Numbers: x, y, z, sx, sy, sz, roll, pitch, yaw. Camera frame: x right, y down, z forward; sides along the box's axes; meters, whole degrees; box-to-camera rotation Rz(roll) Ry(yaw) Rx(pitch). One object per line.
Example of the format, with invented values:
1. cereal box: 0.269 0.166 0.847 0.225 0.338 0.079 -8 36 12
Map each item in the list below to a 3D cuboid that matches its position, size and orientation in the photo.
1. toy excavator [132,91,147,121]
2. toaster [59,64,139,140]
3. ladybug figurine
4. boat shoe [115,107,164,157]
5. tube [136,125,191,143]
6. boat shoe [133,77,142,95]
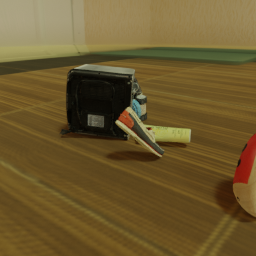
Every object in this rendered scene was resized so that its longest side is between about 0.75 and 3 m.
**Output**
1. toy excavator: -0.379 -0.692 9.541 1.658 0.828 1.612 -23 37 -32
2. toaster: -0.812 -0.773 8.153 2.137 1.932 1.268 6 21 7
3. ladybug figurine: 2.346 0.681 4.925 0.616 1.162 1.712 14 69 44
4. boat shoe: 0.381 0.138 6.645 0.482 1.539 0.548 -54 25 -9
5. tube: 0.957 0.171 7.579 1.430 0.371 0.415 4 17 16
6. boat shoe: 0.110 -2.066 12.748 0.666 0.600 1.851 -16 44 -11
